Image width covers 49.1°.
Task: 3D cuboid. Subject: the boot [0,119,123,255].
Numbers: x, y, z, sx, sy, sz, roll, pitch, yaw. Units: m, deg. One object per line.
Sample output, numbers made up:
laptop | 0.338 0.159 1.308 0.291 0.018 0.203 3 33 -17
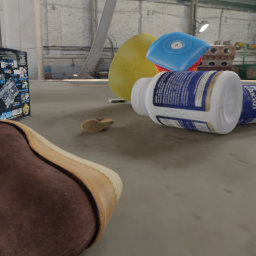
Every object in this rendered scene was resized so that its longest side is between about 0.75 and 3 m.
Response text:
boot | -1.494 0.557 2.317 2.562 0.927 2.131 9 13 23

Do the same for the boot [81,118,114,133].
boot | -0.869 -0.061 7.142 0.917 0.332 0.763 -8 2 -30

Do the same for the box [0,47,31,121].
box | -3.588 -1.174 7.822 0.610 2.106 2.650 1 12 5

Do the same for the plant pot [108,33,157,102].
plant pot | 0.989 -2.087 11.590 2.984 2.984 2.118 -12 41 -45

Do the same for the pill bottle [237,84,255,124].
pill bottle | 3.401 -0.681 7.889 1.965 1.091 1.091 -5 13 -22

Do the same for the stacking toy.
stacking toy | 1.634 -1.601 9.235 1.504 2.740 1.590 33 64 31

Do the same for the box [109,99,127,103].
box | -0.471 -1.288 13.247 0.772 0.134 0.425 -3 12 -15

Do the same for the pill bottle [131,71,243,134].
pill bottle | 1.401 -0.739 7.229 2.628 1.459 1.459 10 16 41
